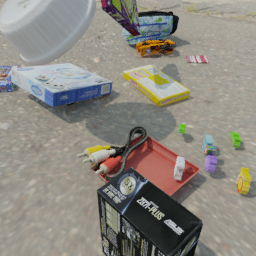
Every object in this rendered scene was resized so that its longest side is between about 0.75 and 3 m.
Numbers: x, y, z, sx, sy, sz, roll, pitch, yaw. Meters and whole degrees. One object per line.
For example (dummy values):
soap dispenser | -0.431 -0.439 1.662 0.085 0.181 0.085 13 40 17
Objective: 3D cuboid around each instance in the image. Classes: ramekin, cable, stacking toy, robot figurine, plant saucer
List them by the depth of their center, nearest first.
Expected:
plant saucer | 0.411 1.107 6.976 1.981 0.364 1.985 -29 46 -34
ramekin | -2.103 -2.871 6.995 2.483 1.156 2.483 -17 54 26
cable | -0.128 0.554 7.063 2.195 0.552 1.066 -30 54 -32
stacking toy | 2.150 0.689 7.434 1.729 0.539 2.294 10 33 5
robot figurine | 1.386 -3.909 13.549 1.864 0.543 1.352 -7 34 -9

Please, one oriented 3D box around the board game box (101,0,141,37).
board game box | -0.246 -4.410 9.746 0.440 1.637 2.727 -4 -3 22

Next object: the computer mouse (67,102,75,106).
computer mouse | -2.304 -1.043 9.870 1.266 0.292 0.889 20 30 20

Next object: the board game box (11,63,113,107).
board game box | -2.358 -1.661 10.090 2.564 0.559 2.577 30 33 33

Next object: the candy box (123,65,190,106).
candy box | 1.020 -1.718 10.780 1.359 0.351 2.659 -20 41 -21

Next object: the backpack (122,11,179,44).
backpack | 0.922 -5.157 14.309 2.555 1.964 2.084 -1 22 -32

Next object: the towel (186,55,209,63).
towel | 3.201 -3.187 12.971 0.980 0.111 0.706 1 37 1

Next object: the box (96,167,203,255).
box | 0.281 1.860 4.700 0.795 1.846 1.512 -30 46 -34

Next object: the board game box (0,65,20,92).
board game box | -5.058 -1.982 11.175 1.196 0.304 1.766 -4 37 -5
